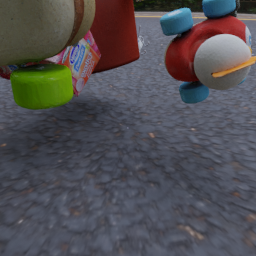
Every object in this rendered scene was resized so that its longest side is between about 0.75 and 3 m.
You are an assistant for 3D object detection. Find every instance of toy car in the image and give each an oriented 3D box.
[{"bbox_3d":[1.919,-1.436,5.600,1.935,2.016,2.187,-23,28,-4],"label":"toy car"},{"bbox_3d":[-1.357,-1.794,4.075,2.119,2.206,2.686,6,26,12],"label":"toy car"}]

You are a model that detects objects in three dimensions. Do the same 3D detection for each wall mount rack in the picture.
[{"bbox_3d":[0.410,-2.944,9.435,0.325,0.757,0.871,-10,44,36],"label":"wall mount rack"}]

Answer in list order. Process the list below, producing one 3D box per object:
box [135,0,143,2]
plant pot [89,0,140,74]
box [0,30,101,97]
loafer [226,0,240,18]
[{"bbox_3d":[0.613,-3.908,7.311,0.815,0.667,1.717,-12,13,-3],"label":"box"},{"bbox_3d":[-1.538,-3.053,8.704,2.736,2.734,2.411,16,44,32],"label":"plant pot"},{"bbox_3d":[-2.277,-1.923,6.928,2.764,1.320,1.378,16,67,22],"label":"box"},{"bbox_3d":[2.943,-3.878,8.387,0.854,0.791,2.270,9,12,17],"label":"loafer"}]
